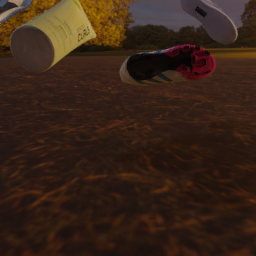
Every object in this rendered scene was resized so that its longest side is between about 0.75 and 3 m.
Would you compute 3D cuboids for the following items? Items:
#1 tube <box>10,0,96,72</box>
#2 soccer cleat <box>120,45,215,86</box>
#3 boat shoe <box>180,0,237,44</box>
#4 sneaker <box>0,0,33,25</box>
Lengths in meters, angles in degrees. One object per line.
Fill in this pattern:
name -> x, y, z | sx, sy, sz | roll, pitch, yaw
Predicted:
tube -> -1.222, -1.932, 5.381 | 0.742, 0.829, 2.858 | 18, 32, -1
soccer cleat -> 0.967, -1.573, 7.158 | 2.518, 0.879, 1.087 | -7, -1, -20
boat shoe -> 2.796, -3.763, 9.324 | 2.335, 0.859, 0.763 | 49, 50, 7
sneaker -> -2.930, -3.158, 6.329 | 0.955, 1.062, 2.583 | 9, 45, 6
